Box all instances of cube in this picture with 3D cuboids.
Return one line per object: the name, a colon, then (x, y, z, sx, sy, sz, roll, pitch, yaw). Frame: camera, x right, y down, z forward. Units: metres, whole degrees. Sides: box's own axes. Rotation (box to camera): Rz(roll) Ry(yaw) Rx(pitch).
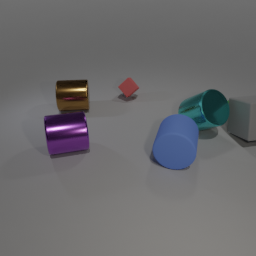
cube: (0.043, -2.018, 13.906, 0.700, 0.700, 0.700, -40, 0, 14)
cube: (4.782, -0.420, 10.593, 1.400, 1.400, 1.400, -6, 15, -12)

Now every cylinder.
cylinder: (-2.171, 0.175, 9.935, 1.400, 1.400, 1.400, -8, 31, -13)
cylinder: (-2.505, -1.502, 12.851, 1.400, 1.400, 1.400, -3, 30, -5)
cylinder: (1.636, 0.444, 9.468, 1.400, 1.400, 1.400, 8, 31, 13)
cylinder: (2.899, -0.640, 10.804, 1.400, 1.400, 1.400, -17, -2, -28)
